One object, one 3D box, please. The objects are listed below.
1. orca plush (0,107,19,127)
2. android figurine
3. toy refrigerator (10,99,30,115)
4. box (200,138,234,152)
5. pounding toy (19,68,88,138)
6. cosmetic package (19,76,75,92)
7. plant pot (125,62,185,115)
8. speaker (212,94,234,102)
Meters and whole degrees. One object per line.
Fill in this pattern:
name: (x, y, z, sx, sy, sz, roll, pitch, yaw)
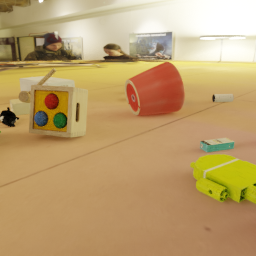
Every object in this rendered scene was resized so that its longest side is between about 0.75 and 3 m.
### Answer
orca plush: (-3.999, -0.430, 9.179, 0.737, 0.498, 1.402, -4, 17, -14)
android figurine: (1.879, 0.885, 5.089, 1.481, 0.334, 1.627, -12, 21, -35)
toy refrigerator: (-3.623, -0.824, 10.545, 1.440, 0.504, 0.547, -11, 27, -30)
box: (2.194, 0.415, 6.891, 0.788, 0.194, 0.324, -6, 18, -19)
pounding toy: (-2.259, -0.773, 7.685, 2.095, 1.840, 0.958, 5, 5, 18)
cosmetic package: (-3.742, -1.777, 12.881, 1.380, 1.005, 2.715, -15, 20, -41)
plant pot: (0.882, -1.295, 10.138, 1.655, 1.870, 1.870, -17, 21, -17)
speaker: (4.215, -1.337, 12.464, 0.875, 0.355, 0.355, -3, 17, -6)
